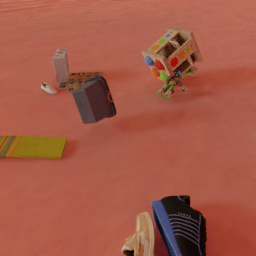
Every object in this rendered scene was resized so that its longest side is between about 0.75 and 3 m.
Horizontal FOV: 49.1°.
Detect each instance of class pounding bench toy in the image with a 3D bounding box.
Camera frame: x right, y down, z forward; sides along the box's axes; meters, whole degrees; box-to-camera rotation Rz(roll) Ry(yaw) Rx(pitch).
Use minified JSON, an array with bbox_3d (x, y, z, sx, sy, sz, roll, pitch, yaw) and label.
[{"bbox_3d":[1.989,-2.695,12.070,1.886,2.418,1.502,-44,42,-7],"label":"pounding bench toy"}]

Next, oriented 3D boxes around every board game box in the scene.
[{"bbox_3d":[-2.874,-2.733,12.213,0.472,1.084,1.470,-4,31,-4],"label":"board game box"}]

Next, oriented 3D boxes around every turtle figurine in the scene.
[{"bbox_3d":[1.749,-1.461,10.844,0.890,1.237,1.200,39,64,14],"label":"turtle figurine"}]

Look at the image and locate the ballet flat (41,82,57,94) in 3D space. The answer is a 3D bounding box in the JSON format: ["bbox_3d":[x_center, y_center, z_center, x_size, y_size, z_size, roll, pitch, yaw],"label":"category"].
[{"bbox_3d":[-3.214,-1.630,11.269,0.963,0.334,0.334,27,40,37],"label":"ballet flat"}]

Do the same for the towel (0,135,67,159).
[{"bbox_3d":[-2.804,0.552,7.806,2.088,0.189,0.899,1,36,0],"label":"towel"}]

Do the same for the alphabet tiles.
[{"bbox_3d":[-2.037,-2.013,12.139,1.820,0.082,2.178,-3,32,-6],"label":"alphabet tiles"}]

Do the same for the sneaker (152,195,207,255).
[{"bbox_3d":[1.072,1.950,4.868,0.846,0.762,2.172,-13,31,-6],"label":"sneaker"}]

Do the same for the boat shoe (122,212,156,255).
[{"bbox_3d":[0.170,2.101,4.786,0.552,0.588,1.594,5,32,-4],"label":"boat shoe"}]

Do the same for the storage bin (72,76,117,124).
[{"bbox_3d":[-1.012,-0.771,8.443,0.981,1.348,0.905,-4,23,36],"label":"storage bin"}]
